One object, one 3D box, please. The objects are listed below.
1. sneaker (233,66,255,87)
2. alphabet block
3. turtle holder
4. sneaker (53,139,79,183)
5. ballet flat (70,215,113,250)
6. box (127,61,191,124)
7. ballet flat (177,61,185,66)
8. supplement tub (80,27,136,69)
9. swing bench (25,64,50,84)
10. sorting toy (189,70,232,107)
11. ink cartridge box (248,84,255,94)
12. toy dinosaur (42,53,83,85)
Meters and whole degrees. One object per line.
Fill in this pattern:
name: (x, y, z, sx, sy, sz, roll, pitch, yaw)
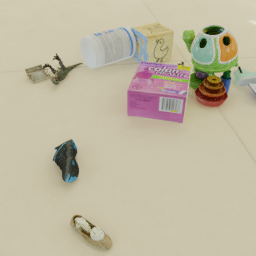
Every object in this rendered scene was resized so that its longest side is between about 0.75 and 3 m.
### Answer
sneaker: (5.428, -2.327, 12.107, 1.675, 0.616, 0.988, -5, 46, -2)
alphabet block: (1.138, -4.117, 13.682, 1.554, 1.518, 1.526, -20, 45, -21)
turtle holder: (3.329, -3.255, 11.181, 1.772, 1.656, 2.332, -17, 43, 4)
sneaker: (-1.831, 1.023, 8.177, 0.663, 0.593, 1.618, -20, 35, 4)
ballet flat: (-0.885, 2.395, 6.502, 1.197, 0.391, 0.422, 21, 43, 23)
box: (1.228, -1.432, 10.631, 2.070, 1.138, 2.354, 9, 39, 11)
ballet flat: (2.225, -2.793, 12.924, 0.384, 0.379, 1.128, 28, 47, 30)
supplement tub: (-0.908, -3.832, 13.299, 2.315, 1.527, 1.527, -24, 45, -28)
swing bench: (-3.989, -2.398, 12.362, 0.780, 0.509, 0.784, -26, 40, -27)
sorting toy: (3.374, -1.951, 11.321, 1.577, 1.077, 2.625, -2, 39, -2)
ink cartridge box: (6.043, -1.392, 11.172, 2.307, 0.428, 1.093, -1, 40, -5)
toy dinosaur: (-3.063, -2.675, 12.521, 1.110, 0.598, 2.519, 37, 39, -5)
